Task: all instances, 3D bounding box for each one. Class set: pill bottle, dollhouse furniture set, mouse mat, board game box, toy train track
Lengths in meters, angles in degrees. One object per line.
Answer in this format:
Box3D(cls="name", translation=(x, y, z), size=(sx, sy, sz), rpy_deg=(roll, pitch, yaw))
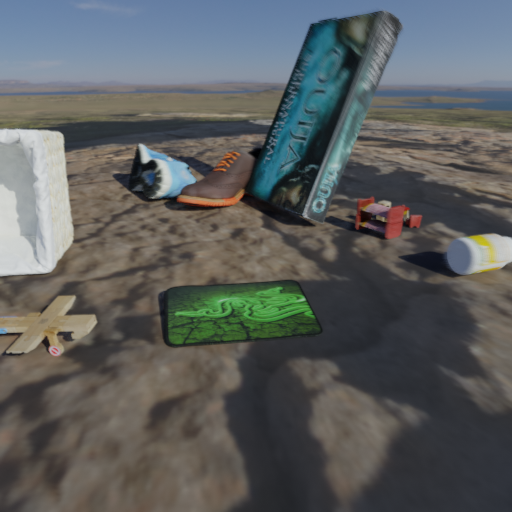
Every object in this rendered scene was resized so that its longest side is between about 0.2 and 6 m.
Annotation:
Box3D(cls="pill bottle", translation=(3.905, -0.046, 9.620), size=(1.132, 0.638, 0.638), rpy_deg=(-7, 20, -27))
Box3D(cls="dollhouse furniture set", translation=(3.012, -0.918, 12.231), size=(1.663, 0.677, 0.895), rpy_deg=(-14, 26, -40))
Box3D(cls="mouse mat", translation=(-0.253, 0.780, 8.106), size=(2.143, 0.081, 1.724), rpy_deg=(-2, 24, -9))
Box3D(cls="board game box", translation=(1.423, -3.313, 13.322), size=(0.656, 4.657, 3.150), rpy_deg=(18, 7, -29))
Box3D(cls="toy train track", translation=(-3.159, 1.010, 7.294), size=(2.278, 0.371, 1.306), rpy_deg=(-2, 25, 11))

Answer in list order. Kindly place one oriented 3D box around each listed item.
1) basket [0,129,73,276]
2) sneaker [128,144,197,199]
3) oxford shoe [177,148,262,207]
Box3D(cls="basket", translation=(-4.712, -1.065, 10.047), size=(2.493, 2.471, 2.005), rpy_deg=(-1, 17, -2))
Box3D(cls="sneaker", translation=(-2.641, -2.227, 15.894), size=(1.490, 1.298, 3.312), rpy_deg=(8, 18, -30))
Box3D(cls="oxford shoe", translation=(-0.851, -2.107, 14.782), size=(1.285, 1.309, 3.610), rpy_deg=(9, 21, 28))
